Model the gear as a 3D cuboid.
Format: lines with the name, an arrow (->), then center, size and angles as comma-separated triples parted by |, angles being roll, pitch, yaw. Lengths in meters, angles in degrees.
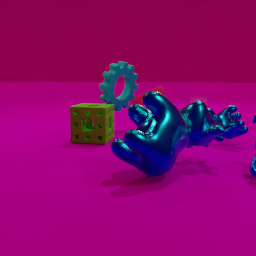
gear -> -0.225, -1.124, 7.652 | 0.245, 1.323, 1.323 | 21, 21, 36

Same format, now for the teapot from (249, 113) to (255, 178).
teapot -> 2.458, -0.035, 4.251 | 1.024, 1.301, 2.092 | 27, 65, 30

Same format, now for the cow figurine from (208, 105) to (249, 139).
cow figurine -> 2.066, -0.086, 6.314 | 0.987, 0.551, 1.003 | -30, 41, 23

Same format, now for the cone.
cone -> 0.590, -0.986, 10.274 | 1.188, 1.183, 1.183 | 1, 10, -9

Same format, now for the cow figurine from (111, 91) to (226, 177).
cow figurine -> 0.722, 0.157, 4.449 | 1.644, 1.671, 0.917 | 35, -35, -15

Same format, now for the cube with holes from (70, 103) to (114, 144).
cube with holes -> -0.820, -0.124, 6.608 | 0.820, 0.820, 0.820 | 3, 10, 10
